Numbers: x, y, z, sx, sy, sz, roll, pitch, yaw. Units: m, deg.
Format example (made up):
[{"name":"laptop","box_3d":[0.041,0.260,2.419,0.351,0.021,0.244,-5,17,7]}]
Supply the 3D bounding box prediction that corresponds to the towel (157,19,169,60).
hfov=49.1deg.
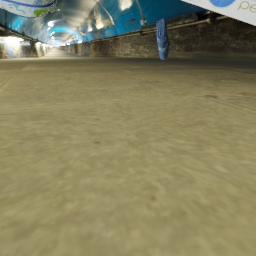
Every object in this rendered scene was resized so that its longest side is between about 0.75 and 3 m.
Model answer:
[{"name":"towel","box_3d":[1.223,-3.026,9.732,0.350,0.804,1.441,-1,-14,10]}]

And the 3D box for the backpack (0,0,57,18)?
[{"name":"backpack","box_3d":[-1.076,-1.393,2.708,0.816,0.627,0.665,38,42,-2]}]

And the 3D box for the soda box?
[{"name":"soda box","box_3d":[2.150,-2.502,5.195,2.255,0.768,0.718,21,42,5]}]
